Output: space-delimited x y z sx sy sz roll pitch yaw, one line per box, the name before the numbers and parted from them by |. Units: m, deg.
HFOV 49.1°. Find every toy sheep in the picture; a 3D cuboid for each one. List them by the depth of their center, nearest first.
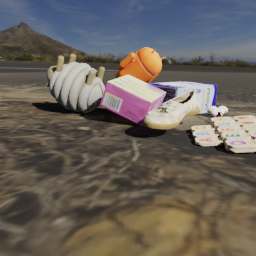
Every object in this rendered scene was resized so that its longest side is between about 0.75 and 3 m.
toy sheep | -1.775 -1.506 10.224 2.844 1.961 1.961 29 23 18

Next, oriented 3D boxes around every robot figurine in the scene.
robot figurine | 0.458 -2.273 10.799 2.026 1.457 1.181 -33 17 28

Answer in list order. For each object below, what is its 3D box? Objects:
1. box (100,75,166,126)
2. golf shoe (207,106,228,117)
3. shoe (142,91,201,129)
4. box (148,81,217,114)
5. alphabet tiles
box | 0.205 -0.937 8.869 1.484 0.815 1.687 27 26 13
golf shoe | 3.181 -0.533 9.735 0.945 0.356 0.432 -5 45 -32
shoe | 1.202 -0.525 7.497 0.854 0.652 2.443 15 23 36
box | 1.974 -1.160 10.610 2.015 1.057 1.853 -8 17 -32
alphabet tiles | 2.830 0.071 6.864 2.427 0.181 2.482 -4 16 9
